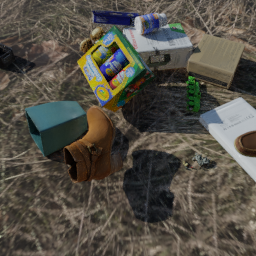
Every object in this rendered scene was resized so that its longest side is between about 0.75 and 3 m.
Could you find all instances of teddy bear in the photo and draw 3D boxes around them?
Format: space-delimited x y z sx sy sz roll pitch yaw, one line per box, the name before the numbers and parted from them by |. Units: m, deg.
teddy bear | -0.955 -2.962 11.516 2.619 0.874 1.899 36 92 21

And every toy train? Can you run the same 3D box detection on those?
toy train | 2.539 -1.336 10.796 0.505 0.374 1.791 13 50 -3

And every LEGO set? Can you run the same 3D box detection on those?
LEGO set | 2.211 1.043 8.851 0.929 0.263 0.603 -24 54 -19

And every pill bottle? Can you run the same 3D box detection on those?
pill bottle | 0.969 -4.370 11.638 1.248 0.699 0.699 -19 53 -14

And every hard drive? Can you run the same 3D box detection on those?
hard drive | 4.076 0.299 9.388 1.947 0.394 2.951 -22 53 -18

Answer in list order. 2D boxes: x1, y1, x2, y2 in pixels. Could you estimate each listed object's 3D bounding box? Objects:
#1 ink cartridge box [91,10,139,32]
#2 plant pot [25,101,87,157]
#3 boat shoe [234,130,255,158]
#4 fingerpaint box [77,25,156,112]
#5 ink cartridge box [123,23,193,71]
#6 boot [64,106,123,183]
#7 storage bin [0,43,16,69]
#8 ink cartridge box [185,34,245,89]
ink cartridge box | -0.473 -4.771 12.769 2.110 2.114 0.429 6 95 6
plant pot | -2.287 -0.142 9.299 1.706 1.205 1.206 -24 54 -28
boat shoe | 4.128 0.324 7.941 2.240 0.757 0.806 -3 65 -10
fingerpaint box | -0.496 -2.115 10.025 1.981 0.871 2.374 -39 61 18
ink cartridge box | 1.195 -3.482 12.080 2.609 1.096 1.904 -7 50 -6
boot | -1.169 0.435 8.061 1.722 0.851 2.218 -10 82 -46
storage bin | -5.670 -3.185 12.182 1.255 0.589 0.849 24 54 20
ink cartridge box | 3.665 -2.841 11.710 1.859 0.847 2.256 21 53 17
